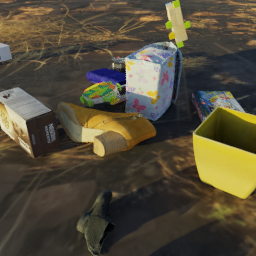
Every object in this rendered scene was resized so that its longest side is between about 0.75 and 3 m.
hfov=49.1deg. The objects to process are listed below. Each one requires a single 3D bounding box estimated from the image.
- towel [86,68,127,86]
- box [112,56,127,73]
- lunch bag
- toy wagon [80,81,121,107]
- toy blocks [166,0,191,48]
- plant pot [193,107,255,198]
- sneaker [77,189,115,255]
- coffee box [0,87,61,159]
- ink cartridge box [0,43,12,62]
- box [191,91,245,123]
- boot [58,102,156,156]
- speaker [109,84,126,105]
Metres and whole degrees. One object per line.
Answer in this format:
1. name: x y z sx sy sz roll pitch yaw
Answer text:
1. towel: -0.715 -2.094 11.965 1.845 0.457 1.362 23 32 33
2. box: -0.248 -3.000 13.287 0.913 0.522 1.003 -6 32 -11
3. lunch bag: 1.020 -1.742 9.764 1.544 2.060 2.429 16 34 22
4. toy wagon: -0.857 -1.171 9.599 1.295 0.330 1.669 -33 31 -21
5. toy blocks: 1.602 -3.600 9.375 0.737 1.475 1.008 -17 37 11
6. plant pot: 2.490 0.620 6.546 1.625 1.434 1.625 20 37 29
7. sneaker: -0.502 1.834 5.604 0.682 0.393 1.307 17 41 26
8. coffee box: -2.944 -0.207 8.093 0.861 1.220 2.158 -26 41 -36
9. ink cartridge box: -7.153 -3.790 14.344 1.299 0.749 1.790 23 38 32
10. box: 3.093 -0.693 9.669 1.389 0.383 2.034 0 32 0
11. boot: -0.677 -0.168 8.460 1.986 0.976 2.775 -20 40 -38
12. speaker: -0.126 -1.337 10.557 1.414 0.574 0.574 -24 39 -34
